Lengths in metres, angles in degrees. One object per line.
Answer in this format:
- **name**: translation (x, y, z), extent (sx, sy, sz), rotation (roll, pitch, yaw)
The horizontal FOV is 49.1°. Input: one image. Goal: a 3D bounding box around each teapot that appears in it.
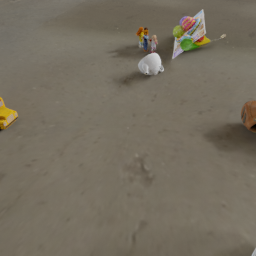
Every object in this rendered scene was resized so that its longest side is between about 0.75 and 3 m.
- **teapot**: translation (0.865, -2.212, 10.104), extent (0.907, 0.895, 0.662), rotation (-31, 82, -4)

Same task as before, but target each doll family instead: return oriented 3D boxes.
- **doll family**: translation (0.714, -3.755, 11.805), extent (0.639, 0.881, 1.419), rotation (-13, 41, -15)

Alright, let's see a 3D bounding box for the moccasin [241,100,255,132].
- **moccasin**: translation (4.501, -0.250, 7.406), extent (2.773, 1.014, 1.070), rotation (3, 45, 0)

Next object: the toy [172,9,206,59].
- **toy**: translation (2.407, -4.153, 11.773), extent (0.661, 1.613, 2.801), rotation (39, 37, -23)

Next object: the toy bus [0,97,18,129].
- **toy bus**: translation (-4.144, -0.574, 7.987), extent (1.923, 0.753, 0.626), rotation (14, 41, 17)

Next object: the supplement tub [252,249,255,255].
- **supplement tub**: translation (3.277, 2.079, 3.892), extent (1.803, 1.803, 2.480), rotation (-30, 48, -32)

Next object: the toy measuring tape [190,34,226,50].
- **toy measuring tape**: translation (3.258, -3.925, 12.053), extent (2.001, 0.736, 0.736), rotation (-22, 43, -15)
